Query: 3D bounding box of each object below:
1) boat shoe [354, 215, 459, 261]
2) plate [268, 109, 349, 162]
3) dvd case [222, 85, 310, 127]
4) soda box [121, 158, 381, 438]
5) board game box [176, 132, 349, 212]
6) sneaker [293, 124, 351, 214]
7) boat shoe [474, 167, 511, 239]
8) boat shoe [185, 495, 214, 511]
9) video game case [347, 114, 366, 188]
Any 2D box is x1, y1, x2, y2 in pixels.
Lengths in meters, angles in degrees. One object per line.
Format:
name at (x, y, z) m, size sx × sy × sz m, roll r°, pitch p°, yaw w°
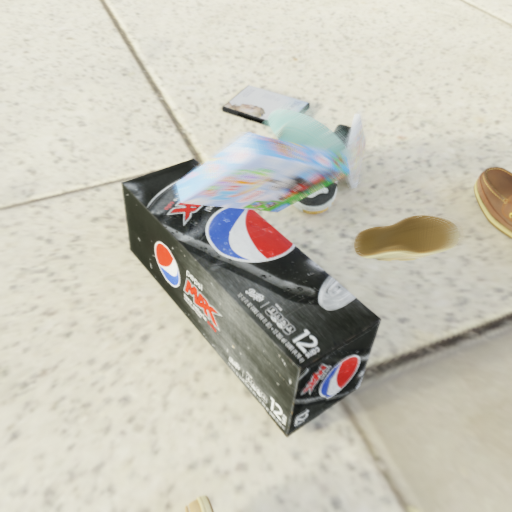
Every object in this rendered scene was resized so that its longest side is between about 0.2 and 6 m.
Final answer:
boat shoe at (2.229, -0.202, 8.163) m, size 1.615 × 0.525 × 0.583 m, roll -10°, pitch 69°, yaw 44°
plate at (0.913, -2.061, 10.255) m, size 1.677 × 1.677 × 0.214 m, roll 25°, pitch 78°, yaw 23°
dvd case at (0.242, -3.658, 13.794) m, size 1.803 × 0.158 × 1.286 m, roll 23°, pitch 49°, yaw 21°
soda box at (-0.339, 0.353, 8.712) m, size 1.470 × 1.643 × 4.642 m, roll -25°, pitch 50°, yaw -29°
board game box at (0.125, -1.107, 7.941) m, size 2.003 × 1.515 × 0.367 m, roll 2°, pitch 70°, yaw -45°
sneaker at (1.380, -1.830, 11.369) m, size 0.884 × 1.025 × 2.338 m, roll 19°, pitch 50°, yaw 15°
boat shoe at (5.161, -0.742, 10.245) m, size 1.121 × 1.052 × 3.114 m, roll -11°, pitch 46°, yaw -11°
boat shoe at (-0.680, 3.779, 5.881) m, size 0.779 × 0.861 × 2.416 m, roll -5°, pitch 47°, yaw -6°
video game case at (2.012, -2.102, 11.335) m, size 0.129 × 1.029 × 1.131 m, roll 7°, pitch 71°, yaw 21°
